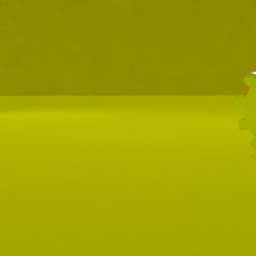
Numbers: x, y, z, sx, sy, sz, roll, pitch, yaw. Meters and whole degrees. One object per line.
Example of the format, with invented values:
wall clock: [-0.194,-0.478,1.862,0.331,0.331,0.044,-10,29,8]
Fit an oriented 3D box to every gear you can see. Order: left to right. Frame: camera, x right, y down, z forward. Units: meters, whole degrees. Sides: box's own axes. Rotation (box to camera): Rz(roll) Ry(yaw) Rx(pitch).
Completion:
gear: [2.195,-0.254,3.728,1.434,1.434,0.265,7,16,43]

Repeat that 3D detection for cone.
cone: [3.089,-0.748,5.421,1.109,1.105,1.105,-6,9,-18]
